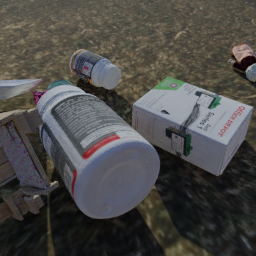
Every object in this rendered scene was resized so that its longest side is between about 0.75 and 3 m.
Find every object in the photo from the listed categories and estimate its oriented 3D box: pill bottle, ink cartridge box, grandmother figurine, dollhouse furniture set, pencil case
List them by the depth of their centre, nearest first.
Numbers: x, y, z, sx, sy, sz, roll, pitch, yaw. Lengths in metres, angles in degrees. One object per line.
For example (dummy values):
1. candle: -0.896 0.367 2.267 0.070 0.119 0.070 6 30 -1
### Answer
1. dollhouse furniture set: -1.854 0.854 4.130 2.239 1.909 1.093 -5 23 48
2. pill bottle: -0.792 0.266 5.611 1.604 1.604 2.817 -21 39 -23
3. ink cartridge box: 1.522 -0.160 6.727 2.336 0.985 1.706 25 46 27
4. pencil case: -2.167 -0.917 8.007 1.034 0.485 0.469 -15 25 -20
5. pill bottle: -1.024 -1.819 8.756 1.559 0.907 0.907 31 49 31
6. grandmother figurine: 4.156 -2.303 9.634 1.252 0.625 2.064 -19 38 21

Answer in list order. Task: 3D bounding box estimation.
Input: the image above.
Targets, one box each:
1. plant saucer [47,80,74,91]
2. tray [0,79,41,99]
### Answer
1. plant saucer: -2.099 -1.280 8.711 0.850 0.153 0.850 0 40 0
2. tray: -3.237 -0.982 7.002 1.609 0.332 2.997 -4 13 -5
